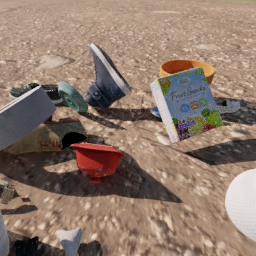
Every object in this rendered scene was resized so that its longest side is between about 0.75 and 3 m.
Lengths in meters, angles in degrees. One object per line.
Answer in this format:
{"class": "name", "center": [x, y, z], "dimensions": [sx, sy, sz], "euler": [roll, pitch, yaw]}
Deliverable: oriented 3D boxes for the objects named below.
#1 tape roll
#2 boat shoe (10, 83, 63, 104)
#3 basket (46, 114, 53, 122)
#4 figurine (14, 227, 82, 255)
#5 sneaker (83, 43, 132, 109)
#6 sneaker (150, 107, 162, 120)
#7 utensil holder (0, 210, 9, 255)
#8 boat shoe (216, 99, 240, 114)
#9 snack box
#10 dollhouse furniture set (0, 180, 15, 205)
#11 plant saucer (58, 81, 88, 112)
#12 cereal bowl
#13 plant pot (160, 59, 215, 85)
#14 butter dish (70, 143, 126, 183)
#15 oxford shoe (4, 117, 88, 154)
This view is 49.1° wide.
{"class": "tape roll", "center": [-3.795, -0.256, 9.136], "dimensions": [2.848, 0.941, 2.848], "euler": [-27, 19, 10]}
{"class": "boat shoe", "center": [-4.222, -1.717, 12.839], "dimensions": [2.609, 0.787, 0.987], "euler": [4, 32, 6]}
{"class": "basket", "center": [-3.481, -0.486, 11.080], "dimensions": [0.858, 0.584, 0.774], "euler": [12, 66, 9]}
{"class": "figurine", "center": [-1.613, 2.795, 5.835], "dimensions": [1.607, 0.692, 1.568], "euler": [-8, 29, -14]}
{"class": "sneaker", "center": [-1.351, -2.069, 11.810], "dimensions": [2.748, 1.986, 1.045], "euler": [58, 16, 14]}
{"class": "sneaker", "center": [1.974, -0.778, 11.317], "dimensions": [2.141, 0.825, 0.811], "euler": [-1, 34, 0]}
{"class": "utensil holder", "center": [-3.618, 1.869, 5.588], "dimensions": [2.052, 2.415, 2.052], "euler": [0, 33, 0]}
{"class": "boat shoe", "center": [4.158, -0.964, 11.877], "dimensions": [1.544, 0.535, 0.547], "euler": [-14, 35, -21]}
{"class": "snack box", "center": [1.993, -0.795, 9.542], "dimensions": [1.844, 2.187, 0.740], "euler": [-19, -5, -20]}
{"class": "dollhouse furniture set", "center": [-3.642, 1.798, 7.777], "dimensions": [0.963, 0.666, 1.021], "euler": [19, -2, -10]}
{"class": "plant saucer", "center": [-2.291, -1.181, 11.331], "dimensions": [1.599, 1.599, 0.287], "euler": [25, 62, 34]}
{"class": "cereal bowl", "center": [3.744, 1.809, 7.044], "dimensions": [2.376, 0.990, 2.376], "euler": [1, 32, 0]}
{"class": "plant pot", "center": [2.534, -1.895, 12.347], "dimensions": [2.309, 1.616, 2.309], "euler": [-1, 32, 0]}
{"class": "butter dish", "center": [-0.894, 1.075, 8.238], "dimensions": [1.469, 1.089, 1.473], "euler": [8, -10, 9]}
{"class": "oxford shoe", "center": [-2.689, 0.347, 9.409], "dimensions": [2.763, 0.973, 1.033], "euler": [-19, 41, -26]}
